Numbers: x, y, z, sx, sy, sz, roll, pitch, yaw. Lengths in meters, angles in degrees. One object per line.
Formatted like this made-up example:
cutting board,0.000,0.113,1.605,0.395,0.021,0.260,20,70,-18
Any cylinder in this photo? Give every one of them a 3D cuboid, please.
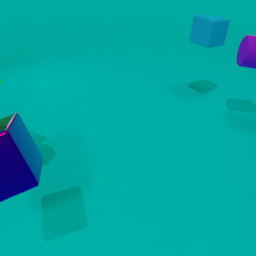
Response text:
cylinder,3.274,-1.897,7.092,0.779,0.779,0.779,10,32,1

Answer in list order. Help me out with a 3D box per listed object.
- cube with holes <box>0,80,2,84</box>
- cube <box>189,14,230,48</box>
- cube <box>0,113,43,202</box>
cube with holes,-3.347,-0.782,5.388,1.046,1.046,1.046,4,61,48
cube,2.370,-2.844,8.189,0.747,0.747,0.747,-17,39,-32
cube,-1.559,0.374,3.386,0.753,0.753,0.753,-23,22,-4
